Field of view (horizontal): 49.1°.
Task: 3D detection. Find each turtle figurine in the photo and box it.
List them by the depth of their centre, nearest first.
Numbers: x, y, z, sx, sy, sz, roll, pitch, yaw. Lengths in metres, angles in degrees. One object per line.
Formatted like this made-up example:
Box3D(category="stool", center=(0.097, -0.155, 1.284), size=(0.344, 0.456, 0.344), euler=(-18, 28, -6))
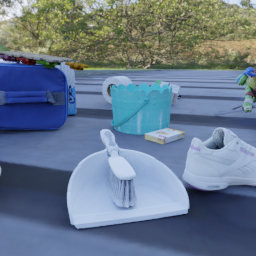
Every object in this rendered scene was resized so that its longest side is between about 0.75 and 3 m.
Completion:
Box3D(category="turtle figurine", center=(4.343, -0.779, 9.305), size=(2.001, 2.063, 1.485), euler=(34, 8, 32))

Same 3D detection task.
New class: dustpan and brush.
Box3D(category="dustpan and brush", center=(-0.179, 0.548, 4.251), size=(1.524, 0.625, 2.184), euler=(-3, 15, -14))

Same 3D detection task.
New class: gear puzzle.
Box3D(category="gear puzzle", center=(-2.059, -1.661, 7.117), size=(2.309, 0.302, 1.196), euler=(11, 16, 12))

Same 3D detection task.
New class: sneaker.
Box3D(category="sneaker", center=(1.694, 0.432, 4.209), size=(1.781, 0.887, 0.667), euler=(-4, 13, -20))

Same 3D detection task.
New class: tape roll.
Box3D(category="tape roll", center=(-0.423, -1.608, 11.819), size=(1.134, 1.134, 0.779), euler=(9, 17, 33))

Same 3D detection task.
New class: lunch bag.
Box3D(category="lunch bag", center=(-2.694, -0.835, 7.508), size=(2.538, 1.724, 1.679), euler=(-2, 15, -15))

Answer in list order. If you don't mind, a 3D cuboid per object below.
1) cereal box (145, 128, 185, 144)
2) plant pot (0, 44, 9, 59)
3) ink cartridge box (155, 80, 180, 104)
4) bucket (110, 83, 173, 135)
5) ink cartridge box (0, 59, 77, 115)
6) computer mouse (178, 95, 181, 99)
Box3D(category="cereal box", center=(0.878, 0.180, 6.669), size=(0.810, 0.160, 0.583), euler=(-13, 19, -41))
Box3D(category="plant pot", center=(-7.742, -3.052, 15.278), size=(2.857, 2.857, 2.713), euler=(-3, 27, -11))
Box3D(category="ink cartridge box", center=(1.561, -1.474, 11.516), size=(1.021, 0.745, 0.429), euler=(17, 60, 11))
Box3D(category="bucket", center=(0.356, -0.567, 7.603), size=(1.794, 1.167, 1.794), euler=(0, 13, 0))
Box3D(category="ink cartridge box", center=(-3.325, -1.392, 9.513), size=(2.853, 1.834, 1.787), euler=(-5, 16, -16))
Box3D(category="computer mouse", center=(1.861, -1.563, 13.399), size=(1.278, 0.337, 0.885), euler=(11, 12, -4))
